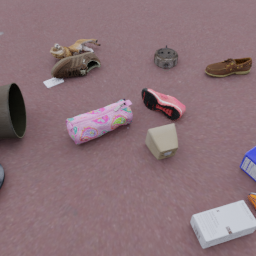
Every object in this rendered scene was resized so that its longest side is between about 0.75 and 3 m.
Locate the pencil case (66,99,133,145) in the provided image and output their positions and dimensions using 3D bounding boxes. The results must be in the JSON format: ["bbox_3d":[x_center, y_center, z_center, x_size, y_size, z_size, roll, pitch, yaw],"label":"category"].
[{"bbox_3d":[-1.101,-0.298,11.355,2.730,1.193,1.193,-22,52,-17],"label":"pencil case"}]

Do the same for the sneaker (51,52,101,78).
[{"bbox_3d":[-2.538,-3.044,13.994,2.586,0.911,0.977,-32,61,-24],"label":"sneaker"}]

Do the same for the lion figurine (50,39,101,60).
[{"bbox_3d":[-2.843,-4.321,15.281,1.596,0.944,2.606,20,37,27],"label":"lion figurine"}]

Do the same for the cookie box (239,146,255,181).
[{"bbox_3d":[5.659,1.487,9.877,2.114,0.929,2.471,-27,53,-22],"label":"cookie box"}]

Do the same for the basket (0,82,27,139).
[{"bbox_3d":[-5.782,-0.449,11.019,2.917,1.984,2.630,-11,42,-5],"label":"basket"}]

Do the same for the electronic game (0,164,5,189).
[{"bbox_3d":[-5.694,1.918,9.678,2.677,0.557,2.677,2,38,-1],"label":"electronic game"}]

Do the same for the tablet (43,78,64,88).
[{"bbox_3d":[-3.684,-2.295,13.881,0.883,0.060,0.575,-27,53,-23],"label":"tablet"}]

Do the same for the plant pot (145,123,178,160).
[{"bbox_3d":[1.351,0.594,10.701,1.065,1.066,0.944,-13,61,-12],"label":"plant pot"}]

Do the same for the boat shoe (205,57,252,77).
[{"bbox_3d":[5.087,-3.160,14.143,2.410,0.814,0.867,-6,48,-6],"label":"boat shoe"}]

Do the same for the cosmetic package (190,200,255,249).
[{"bbox_3d":[2.975,2.983,8.728,1.802,0.667,0.916,-14,50,-11],"label":"cosmetic package"}]

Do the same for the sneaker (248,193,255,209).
[{"bbox_3d":[4.357,2.722,9.061,0.738,0.511,1.318,-33,56,-27],"label":"sneaker"}]

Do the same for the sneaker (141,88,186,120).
[{"bbox_3d":[1.580,-1.139,12.503,2.199,0.810,0.954,35,44,22],"label":"sneaker"}]

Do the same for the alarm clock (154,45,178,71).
[{"bbox_3d":[2.009,-3.606,14.729,1.258,0.621,1.865,3,51,2],"label":"alarm clock"}]
